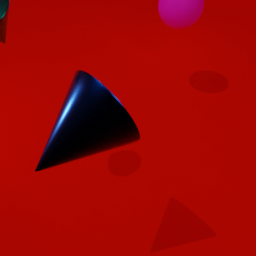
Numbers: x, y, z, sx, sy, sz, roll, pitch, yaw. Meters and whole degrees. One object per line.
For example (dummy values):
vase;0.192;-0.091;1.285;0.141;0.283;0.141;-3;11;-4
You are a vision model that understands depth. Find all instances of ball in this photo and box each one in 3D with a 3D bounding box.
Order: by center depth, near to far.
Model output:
ball;1.486;-3.445;7.870;1.254;1.254;1.254;0;49;0

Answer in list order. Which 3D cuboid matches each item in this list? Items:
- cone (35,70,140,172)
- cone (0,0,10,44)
cone;-0.742;0.135;3.769;1.296;1.291;1.291;-43;60;-14
cone;-2.289;-1.735;4.770;0.912;0.916;0.912;-1;68;1
